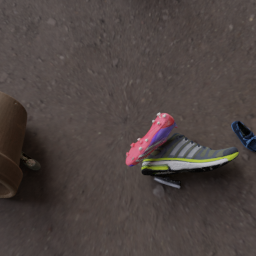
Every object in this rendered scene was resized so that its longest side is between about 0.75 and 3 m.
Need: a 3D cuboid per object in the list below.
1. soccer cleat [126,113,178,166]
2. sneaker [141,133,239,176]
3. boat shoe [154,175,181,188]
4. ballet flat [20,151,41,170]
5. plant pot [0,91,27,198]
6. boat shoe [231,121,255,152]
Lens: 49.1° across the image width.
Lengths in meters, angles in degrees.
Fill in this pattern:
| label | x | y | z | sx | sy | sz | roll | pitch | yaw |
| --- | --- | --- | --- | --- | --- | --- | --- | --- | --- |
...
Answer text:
| label | x | y | z | sx | sy | sz | roll | pitch | yaw |
| --- | --- | --- | --- | --- | --- | --- | --- | --- | --- |
| soccer cleat | 0.696 | 0.418 | 8.026 | 0.722 | 0.630 | 1.888 | 41 | 82 | -27 |
| sneaker | 1.845 | 0.719 | 8.509 | 2.980 | 1.101 | 1.206 | -4 | 73 | -1 |
| boat shoe | 1.236 | 1.617 | 8.670 | 0.854 | 0.299 | 0.283 | 18 | 80 | 3 |
| ballet flat | -3.184 | 1.030 | 8.836 | 0.918 | 0.292 | 0.309 | 33 | 78 | 8 |
| plant pot | -4.159 | 0.315 | 8.006 | 2.873 | 2.873 | 2.505 | 11 | 58 | 3 |
| boat shoe | 3.795 | 0.283 | 8.967 | 0.506 | 0.413 | 1.202 | -44 | 79 | -10 |
